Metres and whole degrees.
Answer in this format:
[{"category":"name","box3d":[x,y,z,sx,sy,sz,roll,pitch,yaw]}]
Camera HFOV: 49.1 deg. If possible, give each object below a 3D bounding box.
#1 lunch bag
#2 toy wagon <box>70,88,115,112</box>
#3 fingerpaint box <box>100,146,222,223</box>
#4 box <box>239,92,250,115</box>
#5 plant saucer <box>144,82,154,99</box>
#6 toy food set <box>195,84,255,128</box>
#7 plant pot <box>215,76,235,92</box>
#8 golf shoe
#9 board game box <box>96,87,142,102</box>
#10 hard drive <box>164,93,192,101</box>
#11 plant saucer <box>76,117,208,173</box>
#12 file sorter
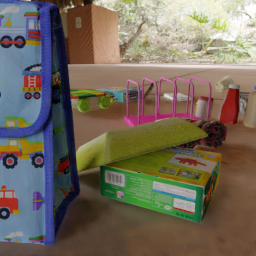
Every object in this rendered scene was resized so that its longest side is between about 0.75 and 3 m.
[{"category":"lunch bag","box3d":[-1.867,-0.237,3.473,2.202,2.926,1.376,1,16,3]},{"category":"toy wagon","box3d":[-1.747,-1.215,11.287,2.270,0.579,2.926,17,22,41]},{"category":"fingerpaint box","box3d":[0.548,0.732,4.402,1.555,0.570,1.297,8,18,25]},{"category":"box","box3d":[5.079,-0.916,10.340,2.211,0.550,1.744,2,16,5]},{"category":"plant saucer","box3d":[0.930,-1.654,12.724,0.168,0.916,0.916,33,19,0]},{"category":"toy food set","box3d":[3.130,-0.764,8.286,1.264,1.191,2.648,-4,15,-45]},{"category":"plant pot","box3d":[5.182,-2.310,15.128,0.772,0.844,0.844,-21,23,-25]},{"category":"golf shoe","box3d":[1.216,0.132,6.370,2.066,0.750,0.951,3,6,-31]},{"category":"board game box","box3d":[-0.403,-1.579,12.943,1.810,0.425,1.366,13,20,41]},{"category":"hard drive","box3d":[2.283,-1.443,12.983,0.840,0.170,1.274,-4,16,-12]},{"category":"plant saucer","box3d":[0.032,0.283,4.701,1.858,0.445,1.855,-11,-8,-30]},{"category":"file sorter","box3d":[1.129,-0.764,8.276,2.203,1.382,1.531,-3,16,-12]}]
